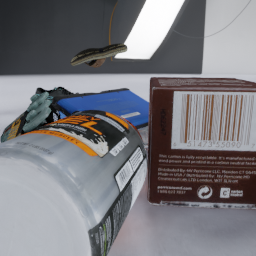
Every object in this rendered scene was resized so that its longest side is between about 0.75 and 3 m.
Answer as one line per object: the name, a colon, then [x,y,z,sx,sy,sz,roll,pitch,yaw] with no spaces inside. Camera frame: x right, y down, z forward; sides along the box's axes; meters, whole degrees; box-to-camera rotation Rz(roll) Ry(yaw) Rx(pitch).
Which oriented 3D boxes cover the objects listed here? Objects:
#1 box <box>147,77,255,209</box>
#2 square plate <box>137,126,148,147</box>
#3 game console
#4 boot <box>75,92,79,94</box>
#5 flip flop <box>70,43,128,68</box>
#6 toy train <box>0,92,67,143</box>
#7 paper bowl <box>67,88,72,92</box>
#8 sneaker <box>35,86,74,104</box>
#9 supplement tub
box: [1.246,0.067,4.873,1.794,1.776,2.162,1,14,5]
square plate: [0.628,0.013,8.183,2.548,0.362,2.524,6,15,23]
game console: [-0.851,-0.106,8.056,2.522,1.748,2.955,36,32,27]
boot: [-2.276,-1.043,12.322,0.314,0.863,0.917,-19,20,44]
flip flop: [-1.150,-2.805,11.212,2.401,0.691,0.974,-13,35,3]
toy train: [-1.858,0.184,5.572,1.445,1.081,2.536,-41,25,0]
paper bowl: [-2.925,-1.273,12.529,1.079,0.561,1.079,-30,8,5]
sneaker: [-2.600,-1.154,11.528,2.568,1.018,0.968,0,20,-2]
supplement tub: [-0.607,0.604,3.329,1.473,1.473,2.404,4,14,14]
